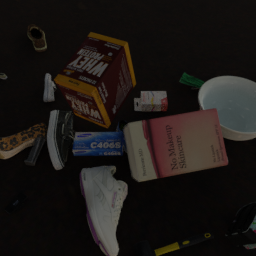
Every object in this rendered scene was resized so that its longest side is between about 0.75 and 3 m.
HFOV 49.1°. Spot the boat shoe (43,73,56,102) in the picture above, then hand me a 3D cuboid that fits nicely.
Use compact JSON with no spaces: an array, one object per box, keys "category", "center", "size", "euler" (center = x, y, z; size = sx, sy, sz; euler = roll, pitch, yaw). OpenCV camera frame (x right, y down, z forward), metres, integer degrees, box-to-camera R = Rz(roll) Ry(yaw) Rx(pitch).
[{"category":"boat shoe","center":[-3.371,-1.724,12.180],"size":[0.490,0.540,1.468],"euler":[2,63,-12]}]

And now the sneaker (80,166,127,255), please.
[{"category":"sneaker","center":[-0.583,2.322,8.517],"size":[1.458,1.096,2.928],"euler":[-13,53,-10]}]

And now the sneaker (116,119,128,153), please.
[{"category":"sneaker","center":[0.015,0.328,10.344],"size":[0.640,0.726,1.629],"euler":[-24,56,-18]}]

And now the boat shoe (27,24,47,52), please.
[{"category":"boat shoe","center":[-4.697,-4.867,14.408],"size":[0.825,0.826,2.234],"euler":[-23,55,-17]}]

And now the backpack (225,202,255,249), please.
[{"category":"backpack","center":[3.581,2.815,8.138],"size":[0.949,1.119,1.261],"euler":[39,55,1]}]

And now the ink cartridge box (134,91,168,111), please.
[{"category":"ink cartridge box","center":[0.935,-1.120,11.669],"size":[1.338,0.452,0.779],"euler":[-1,51,-1]}]

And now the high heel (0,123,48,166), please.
[{"category":"high heel","center":[-4.213,0.282,10.218],"size":[2.393,0.854,1.706],"euler":[18,59,-6]}]

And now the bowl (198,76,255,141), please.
[{"category":"bowl","center":[3.988,-0.549,10.634],"size":[2.927,1.315,2.927],"euler":[1,51,-1]}]

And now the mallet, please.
[{"category":"mallet","center":[1.320,3.335,8.166],"size":[2.435,0.501,0.802],"euler":[-18,59,-18]}]

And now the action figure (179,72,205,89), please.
[{"category":"action figure","center":[2.971,-1.965,12.405],"size":[1.322,0.361,0.781],"euler":[25,54,10]}]

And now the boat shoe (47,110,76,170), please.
[{"category":"boat shoe","center":[-2.355,0.261,10.223],"size":[0.961,0.976,2.709],"euler":[-10,50,-3]}]

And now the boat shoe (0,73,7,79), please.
[{"category":"boat shoe","center":[-5.928,-2.434,12.850],"size":[0.767,0.238,0.276],"euler":[8,52,7]}]

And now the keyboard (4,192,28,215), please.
[{"category":"keyboard","center":[-3.572,2.463,9.052],"size":[0.453,0.097,0.754],"euler":[25,56,26]}]

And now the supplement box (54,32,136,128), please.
[{"category":"supplement box","center":[-0.934,-1.513,9.134],"size":[1.384,2.056,2.084],"euler":[22,67,21]}]

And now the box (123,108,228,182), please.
[{"category":"box","center":[1.449,0.557,9.145],"size":[2.888,1.573,1.846],"euler":[-10,85,-7]}]

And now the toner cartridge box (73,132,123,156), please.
[{"category":"toner cartridge box","center":[-0.988,0.533,9.474],"size":[1.647,0.355,0.782],"euler":[-1,47,1]}]
